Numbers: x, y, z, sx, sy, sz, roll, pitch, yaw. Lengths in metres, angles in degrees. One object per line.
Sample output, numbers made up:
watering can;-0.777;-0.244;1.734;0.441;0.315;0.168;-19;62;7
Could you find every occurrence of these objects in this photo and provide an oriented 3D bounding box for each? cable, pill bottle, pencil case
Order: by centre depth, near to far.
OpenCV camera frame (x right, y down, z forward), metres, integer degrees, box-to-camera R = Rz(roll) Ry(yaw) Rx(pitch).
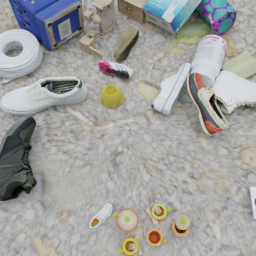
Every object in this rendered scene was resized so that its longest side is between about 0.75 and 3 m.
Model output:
pill bottle;2.868;-2.378;10.137;1.015;1.015;1.790;19;66;9
cable;-4.264;-2.808;10.510;2.020;0.699;2.020;-22;67;-10
pencil case;3.252;-4.962;11.275;1.142;1.052;2.472;-19;63;-23

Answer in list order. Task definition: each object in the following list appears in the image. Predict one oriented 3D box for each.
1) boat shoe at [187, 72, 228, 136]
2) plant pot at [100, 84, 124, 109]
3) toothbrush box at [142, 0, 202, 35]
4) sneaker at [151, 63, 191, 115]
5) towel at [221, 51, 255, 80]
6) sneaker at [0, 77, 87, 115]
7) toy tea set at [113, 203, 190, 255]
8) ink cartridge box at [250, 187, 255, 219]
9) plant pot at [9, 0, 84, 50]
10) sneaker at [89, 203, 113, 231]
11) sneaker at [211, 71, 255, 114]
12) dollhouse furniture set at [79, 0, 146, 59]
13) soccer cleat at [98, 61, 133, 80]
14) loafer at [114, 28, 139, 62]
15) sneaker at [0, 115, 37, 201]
boat shoe;2.548;-0.875;9.029;0.785;0.690;2.207;0;68;-41
plant pot;-0.578;-1.186;9.768;0.862;0.612;0.862;0;69;0
toothbrush box;1.798;-4.894;10.822;1.462;0.851;1.996;39;91;26
sneaker;1.532;-1.495;9.839;0.793;0.818;2.240;24;65;15
towel;4.264;-2.262;10.505;1.391;0.254;1.032;-31;69;-14
sneaker;-2.934;-1.245;9.577;2.977;1.054;1.087;-14;66;-6
toy tea set;0.657;2.727;7.847;2.163;0.801;1.286;-16;66;-7
ink cartridge box;4.147;2.268;8.387;0.981;0.213;0.972;4;65;0
plant pot;-2.901;-4.403;10.534;2.188;2.188;1.967;-39;78;-17
sneaker;-0.769;2.583;8.157;0.354;0.374;0.925;33;68;16
sneaker;3.946;-0.878;9.566;2.454;0.904;1.418;29;69;23
dollhouse furniture set;-0.559;-4.120;10.726;1.254;1.468;2.832;32;69;16
soccer cleat;-0.438;-2.189;10.420;1.365;0.477;0.590;25;44;14
loafer;-0.143;-3.220;10.780;0.583;0.657;1.727;24;58;13
sneaker;-3.245;0.981;8.579;1.555;1.037;2.714;21;69;8
